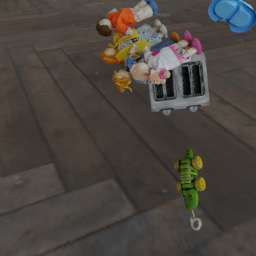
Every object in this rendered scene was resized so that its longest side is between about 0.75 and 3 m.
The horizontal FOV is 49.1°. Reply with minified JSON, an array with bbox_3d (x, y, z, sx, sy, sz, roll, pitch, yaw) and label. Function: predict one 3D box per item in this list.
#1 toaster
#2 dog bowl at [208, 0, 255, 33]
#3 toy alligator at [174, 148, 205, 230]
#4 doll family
[{"bbox_3d":[1.097,-1.059,6.255,1.298,1.436,0.852,-6,8,7],"label":"toaster"},{"bbox_3d":[3.483,-3.888,9.356,1.655,0.922,0.410,23,52,-12],"label":"dog bowl"},{"bbox_3d":[0.865,0.828,3.927,0.381,0.276,1.148,-18,66,36],"label":"toy alligator"},{"bbox_3d":[0.175,-0.982,3.753,1.025,0.744,1.652,-30,54,-4],"label":"doll family"}]
